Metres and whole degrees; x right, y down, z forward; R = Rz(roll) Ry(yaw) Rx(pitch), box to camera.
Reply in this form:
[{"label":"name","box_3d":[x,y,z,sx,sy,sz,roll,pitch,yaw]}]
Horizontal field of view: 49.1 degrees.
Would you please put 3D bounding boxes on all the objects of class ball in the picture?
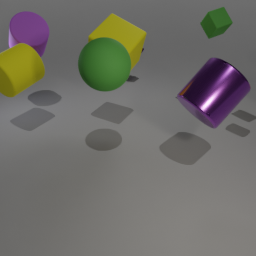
[{"label":"ball","box_3d":[-0.613,-1.669,7.415,1.400,1.400,1.400,0,30,0]}]

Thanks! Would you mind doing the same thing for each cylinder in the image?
[{"label":"cylinder","box_3d":[2.311,-0.941,7.659,1.400,1.400,1.400,-48,40,3]},{"label":"cylinder","box_3d":[-3.857,-1.987,9.621,1.400,1.400,1.400,18,46,28]},{"label":"cylinder","box_3d":[-3.849,-3.509,10.850,1.400,1.400,1.400,-16,-4,-25]}]

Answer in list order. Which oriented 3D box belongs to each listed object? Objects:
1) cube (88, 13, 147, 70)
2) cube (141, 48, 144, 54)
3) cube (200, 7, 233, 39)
[{"label":"cube","box_3d":[-0.412,-2.683,9.533,1.400,1.400,1.400,32,62,7]},{"label":"cube","box_3d":[0.272,-3.985,14.557,0.700,0.700,0.700,-57,20,-14]},{"label":"cube","box_3d":[3.180,-3.788,10.110,0.700,0.700,0.700,-23,-9,-15]}]
